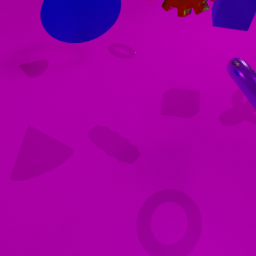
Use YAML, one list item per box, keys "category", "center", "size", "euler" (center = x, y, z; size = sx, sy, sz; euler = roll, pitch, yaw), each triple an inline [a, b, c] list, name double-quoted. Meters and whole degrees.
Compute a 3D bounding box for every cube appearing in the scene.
- category: "cube"
  center: [2.619, -3.049, 6.873]
  size: [0.889, 0.889, 0.889]
  euler: [9, 50, 3]

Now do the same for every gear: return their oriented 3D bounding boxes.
- category: "gear"
  center: [1.103, -2.935, 5.228]
  size: [1.575, 1.575, 0.291]
  euler: [33, 47, 22]

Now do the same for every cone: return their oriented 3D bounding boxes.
- category: "cone"
  center: [-1.079, -2.725, 5.370]
  size: [1.507, 1.507, 1.513]
  euler: [-16, 68, -12]

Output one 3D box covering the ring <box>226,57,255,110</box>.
- category: "ring"
  center: [2.091, -0.490, 4.471]
  size: [0.303, 1.515, 1.515]
  euler: [-37, 52, 22]
